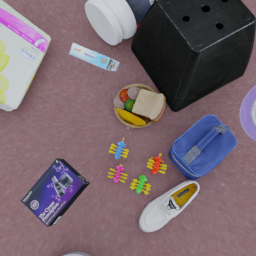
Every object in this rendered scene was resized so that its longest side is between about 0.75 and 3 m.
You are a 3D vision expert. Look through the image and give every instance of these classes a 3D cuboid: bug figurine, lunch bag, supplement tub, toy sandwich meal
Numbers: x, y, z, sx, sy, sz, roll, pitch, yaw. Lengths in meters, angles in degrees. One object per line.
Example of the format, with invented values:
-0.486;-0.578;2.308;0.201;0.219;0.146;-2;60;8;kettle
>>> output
0.184;1.153;8.301;1.746;0.449;1.354;23;80;3;bug figurine
2.177;0.534;8.072;1.867;1.235;1.269;-40;77;-11;lunch bag
0.055;-4.134;9.242;2.554;1.792;1.792;-42;77;-12;supplement tub
0.348;-0.742;8.802;1.673;0.573;1.673;0;74;1;toy sandwich meal

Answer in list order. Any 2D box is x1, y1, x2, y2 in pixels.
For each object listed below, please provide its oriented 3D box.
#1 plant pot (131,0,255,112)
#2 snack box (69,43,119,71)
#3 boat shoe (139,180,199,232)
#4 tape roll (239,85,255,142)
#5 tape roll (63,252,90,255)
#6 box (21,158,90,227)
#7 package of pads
1.982;-2.697;8.408;2.895;2.568;2.888;-29;74;-8;plant pot
-0.617;-1.376;5.557;0.728;1.253;0.232;23;101;2;snack box
1.178;2.161;7.836;2.043;0.713;0.724;-32;75;-10;boat shoe
3.110;-0.270;5.654;1.494;0.635;1.494;-18;61;37;tape roll
-1.421;4.170;7.287;1.702;0.562;1.702;0;72;0;tape roll
-1.586;1.397;6.159;0.856;0.478;1.213;39;87;15;box
-3.864;-2.186;8.542;2.205;0.973;2.854;33;69;-37;package of pads
